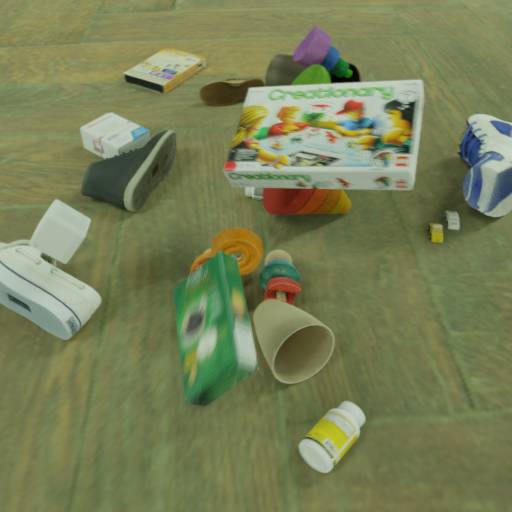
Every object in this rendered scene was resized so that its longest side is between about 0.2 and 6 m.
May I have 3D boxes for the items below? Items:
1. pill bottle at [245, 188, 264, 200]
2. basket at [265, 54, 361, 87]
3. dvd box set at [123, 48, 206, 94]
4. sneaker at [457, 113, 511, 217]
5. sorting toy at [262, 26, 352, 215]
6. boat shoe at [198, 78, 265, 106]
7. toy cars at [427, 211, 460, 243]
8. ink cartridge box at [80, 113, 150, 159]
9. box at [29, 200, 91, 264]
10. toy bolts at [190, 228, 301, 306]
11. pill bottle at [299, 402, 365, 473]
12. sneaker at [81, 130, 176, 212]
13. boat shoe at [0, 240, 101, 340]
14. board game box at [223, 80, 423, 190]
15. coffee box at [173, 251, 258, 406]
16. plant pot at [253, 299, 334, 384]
[{"bbox_3d":[0.123,-1.297,11.201,0.646,0.368,0.368,11,45,11],"label":"pill bottle"},{"bbox_3d":[1.298,-4.186,13.610,1.926,1.310,1.737,25,24,31],"label":"basket"},{"bbox_3d":[-2.472,-5.069,15.241,1.393,0.280,1.904,22,48,21],"label":"dvd box set"},{"bbox_3d":[4.754,-1.963,11.415,1.807,1.264,3.130,32,45,34],"label":"sneaker"},{"bbox_3d":[1.381,-2.560,11.319,1.570,1.580,4.558,24,59,-26],"label":"sorting toy"},{"bbox_3d":[-0.644,-4.203,14.189,1.675,0.604,0.603,-13,25,-8],"label":"boat shoe"},{"bbox_3d":[3.562,-0.602,10.570,1.021,0.226,0.458,-33,53,-30],"label":"toy cars"},{"bbox_3d":[-3.116,-2.592,12.433,1.285,0.544,0.929,30,51,26],"label":"ink cartridge box"},{"bbox_3d":[-2.880,-0.355,8.252,0.615,0.612,0.527,32,26,-22],"label":"box"},{"bbox_3d":[-0.080,0.094,9.020,1.769,1.690,1.227,14,36,-11],"label":"toy bolts"},{"bbox_3d":[1.012,2.327,7.284,0.501,0.501,0.892,32,51,29],"label":"pill bottle"},{"bbox_3d":[-2.559,-1.937,11.486,1.242,0.875,2.339,15,47,12],"label":"sneaker"},{"bbox_3d":[-3.650,0.215,9.134,2.782,1.028,1.186,25,49,21],"label":"boat shoe"},{"bbox_3d":[1.047,-1.863,8.653,2.820,0.488,1.780,3,60,20],"label":"board game box"},{"bbox_3d":[-0.446,0.721,5.769,0.302,0.845,1.375,24,38,-38],"label":"coffee box"},{"bbox_3d":[0.428,1.129,8.285,1.027,1.027,1.096,-20,37,-19],"label":"plant pot"}]
